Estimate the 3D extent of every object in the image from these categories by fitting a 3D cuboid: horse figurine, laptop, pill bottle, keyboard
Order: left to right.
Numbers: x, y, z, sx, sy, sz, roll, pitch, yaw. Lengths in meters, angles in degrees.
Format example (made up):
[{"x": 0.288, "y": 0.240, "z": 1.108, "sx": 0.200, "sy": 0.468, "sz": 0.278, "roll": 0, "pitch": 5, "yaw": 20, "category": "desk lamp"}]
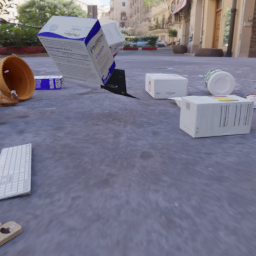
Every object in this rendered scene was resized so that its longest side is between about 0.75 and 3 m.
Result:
[{"x": -5.547, "y": -1.281, "z": 10.615, "sx": 0.628, "sy": 1.667, "sz": 2.516, "roll": -36, "pitch": -2, "yaw": 35, "category": "horse figurine"}, {"x": -2.322, "y": 0.796, "z": 5.696, "sx": 0.670, "sy": 0.127, "sz": 2.379, "roll": -6, "pitch": 18, "yaw": -17, "category": "keyboard"}, {"x": -0.279, "y": -1.402, "z": 8.745, "sx": 1.065, "sy": 1.138, "sz": 0.659, "roll": 17, "pitch": 35, "yaw": 36, "category": "laptop"}, {"x": 4.377, "y": -2.242, "z": 13.568, "sx": 1.209, "sy": 1.209, "sz": 2.137, "roll": 3, "pitch": 17, "yaw": 8, "category": "pill bottle"}]

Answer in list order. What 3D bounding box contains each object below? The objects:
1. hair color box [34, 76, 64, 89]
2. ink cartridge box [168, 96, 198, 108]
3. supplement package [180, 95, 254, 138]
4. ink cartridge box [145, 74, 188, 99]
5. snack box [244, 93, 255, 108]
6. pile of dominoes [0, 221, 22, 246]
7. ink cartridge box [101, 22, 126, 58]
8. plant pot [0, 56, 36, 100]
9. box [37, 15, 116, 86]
[{"x": -4.562, "y": -2.479, "z": 15.267, "sx": 2.024, "sy": 0.656, "sz": 1.106, "roll": -3, "pitch": 17, "yaw": -5, "category": "hair color box"}, {"x": 2.503, "y": -1.039, "z": 11.328, "sx": 1.238, "sy": 0.383, "sz": 1.526, "roll": -8, "pitch": 11, "yaw": -21, "category": "ink cartridge box"}, {"x": 2.492, "y": -0.371, "z": 8.000, "sx": 1.747, "sy": 0.957, "sz": 0.994, "roll": -4, "pitch": 18, "yaw": -14, "category": "supplement package"}, {"x": 1.794, "y": -2.043, "z": 13.388, "sx": 1.575, "sy": 0.922, "sz": 2.179, "roll": -2, "pitch": 19, "yaw": -7, "category": "ink cartridge box"}, {"x": 5.240, "y": -1.154, "z": 11.688, "sx": 0.729, "sy": 0.246, "sz": 2.027, "roll": 10, "pitch": 20, "yaw": 30, "category": "snack box"}, {"x": -2.812, "y": 1.413, "z": 3.286, "sx": 2.457, "sy": 0.391, "sz": 1.915, "roll": 5, "pitch": 18, "yaw": 14, "category": "pile of dominoes"}, {"x": -1.166, "y": -2.408, "z": 8.624, "sx": 1.795, "sy": 0.744, "sz": 1.317, "roll": -27, "pitch": -6, "yaw": -28, "category": "ink cartridge box"}, {"x": -5.229, "y": -2.042, "z": 12.260, "sx": 1.336, "sy": 1.909, "sz": 1.909, "roll": -12, "pitch": 12, "yaw": 24, "category": "plant pot"}, {"x": -0.886, "y": -1.401, "z": 5.105, "sx": 1.009, "sy": 1.097, "sz": 0.576, "roll": 14, "pitch": 63, "yaw": 24, "category": "box"}]
